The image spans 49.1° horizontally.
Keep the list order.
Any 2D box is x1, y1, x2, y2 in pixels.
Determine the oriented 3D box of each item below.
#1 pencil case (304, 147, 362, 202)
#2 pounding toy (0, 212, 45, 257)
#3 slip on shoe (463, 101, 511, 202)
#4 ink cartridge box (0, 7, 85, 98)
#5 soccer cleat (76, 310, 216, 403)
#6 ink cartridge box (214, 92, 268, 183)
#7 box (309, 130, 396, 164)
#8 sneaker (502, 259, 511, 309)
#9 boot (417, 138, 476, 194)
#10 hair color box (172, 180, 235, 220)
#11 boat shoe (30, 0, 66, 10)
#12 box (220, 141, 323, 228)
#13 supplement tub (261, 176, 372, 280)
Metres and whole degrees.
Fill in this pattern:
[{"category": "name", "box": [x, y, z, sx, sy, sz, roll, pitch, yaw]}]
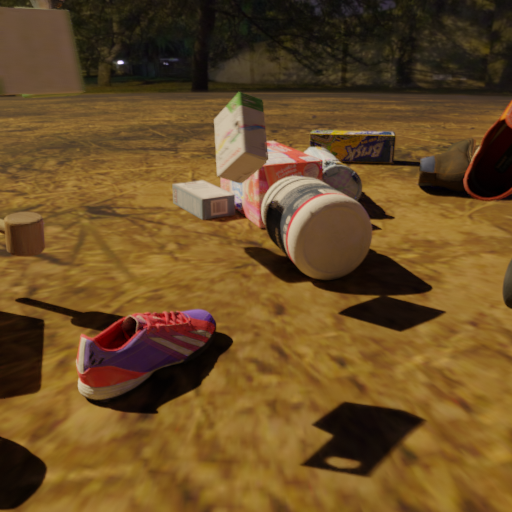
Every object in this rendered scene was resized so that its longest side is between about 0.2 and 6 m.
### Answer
[{"category": "pencil case", "box": [1.547, -1.751, 12.486, 1.021, 1.114, 2.457, -37, 17, 8]}, {"category": "pounding toy", "box": [-3.982, 0.245, 6.745, 2.808, 1.285, 2.466, -6, 21, -17]}, {"category": "slip on shoe", "box": [3.382, -1.662, 6.609, 1.007, 2.718, 0.832, 40, 46, 14]}, {"category": "ink cartridge box", "box": [-2.056, -1.760, 4.880, 1.020, 0.742, 0.245, -19, 16, -42]}, {"category": "soccer cleat", "box": [-1.085, 0.858, 5.963, 0.627, 0.672, 1.838, 15, 25, 36]}, {"category": "ink cartridge box", "box": [-0.208, -1.506, 7.221, 0.387, 0.922, 0.668, 10, -27, -32]}, {"category": "box", "box": [2.932, -3.350, 17.155, 2.557, 0.896, 0.822, 3, 21, 10]}, {"category": "sneaker", "box": [4.632, 0.251, 7.176, 2.921, 0.975, 1.565, -10, 19, -32]}, {"category": "boot", "box": [4.767, -2.388, 14.189, 1.500, 1.156, 3.094, 5, 23, 8]}, {"category": "hair color box", "box": [-1.139, -1.212, 11.944, 0.759, 0.465, 1.534, -11, 24, -28]}, {"category": "boat shoe", "box": [-3.230, -4.232, 8.941, 0.773, 0.602, 1.702, -30, 27, -11]}, {"category": "box", "box": [0.222, -1.580, 11.767, 1.370, 1.264, 2.670, -7, 21, -19]}, {"category": "supplement tub", "box": [0.873, -0.507, 8.780, 1.293, 1.293, 1.842, -5, 21, -15]}]
